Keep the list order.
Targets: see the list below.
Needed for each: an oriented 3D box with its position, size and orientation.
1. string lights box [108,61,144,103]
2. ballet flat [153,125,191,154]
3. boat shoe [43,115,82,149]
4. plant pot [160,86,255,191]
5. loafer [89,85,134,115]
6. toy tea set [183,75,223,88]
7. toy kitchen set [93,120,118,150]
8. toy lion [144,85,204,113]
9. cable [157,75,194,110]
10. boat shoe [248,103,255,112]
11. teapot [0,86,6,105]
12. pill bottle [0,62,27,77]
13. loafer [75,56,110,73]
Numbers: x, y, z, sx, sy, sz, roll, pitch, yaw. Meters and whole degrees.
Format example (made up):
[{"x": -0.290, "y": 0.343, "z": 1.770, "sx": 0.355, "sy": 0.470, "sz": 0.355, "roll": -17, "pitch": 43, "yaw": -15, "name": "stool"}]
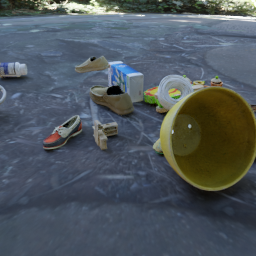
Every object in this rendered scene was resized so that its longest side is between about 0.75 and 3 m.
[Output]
[{"x": -0.158, "y": -2.335, "z": 13.850, "sx": 0.754, "sy": 1.313, "sz": 2.556, "roll": -13, "pitch": 31, "yaw": -23, "name": "string lights box"}, {"x": 1.974, "y": 0.215, "z": 9.634, "sx": 2.473, "sy": 0.874, "sz": 0.874, "roll": -11, "pitch": 30, "yaw": -19, "name": "ballet flat"}, {"x": -2.331, "y": 0.143, "z": 10.018, "sx": 0.659, "sy": 0.579, "sz": 1.851, "roll": 18, "pitch": 35, "yaw": 27, "name": "boat shoe"}, {"x": 2.001, "y": 0.261, "z": 8.133, "sx": 2.711, "sy": 2.711, "sz": 1.925, "roll": -10, "pitch": 4, "yaw": -18, "name": "plant pot"}, {"x": -0.753, "y": -1.508, "z": 12.668, "sx": 1.096, "sy": 0.972, "sz": 2.881, "roll": -23, "pitch": 36, "yaw": -36, "name": "loafer"}, {"x": 3.565, "y": -2.194, "z": 13.942, "sx": 2.650, "sy": 0.981, "sz": 1.576, "roll": -22, "pitch": 35, "yaw": -35, "name": "toy tea set"}, {"x": -0.695, "y": 0.073, "z": 9.856, "sx": 0.933, "sy": 0.844, "sz": 1.034, "roll": -11, "pitch": 30, "yaw": -19, "name": "toy kitchen set"}, {"x": 1.999, "y": -1.566, "z": 12.879, "sx": 2.490, "sy": 0.855, "sz": 2.387, "roll": -11, "pitch": 22, "yaw": 1, "name": "toy lion"}, {"x": 1.937, "y": -1.418, "z": 11.424, "sx": 1.487, "sy": 1.487, "sz": 0.515, "roll": -5, "pitch": -13, "yaw": -5, "name": "cable"}, {"x": 5.268, "y": -0.933, "z": 12.277, "sx": 0.931, "sy": 0.334, "sz": 0.352, "roll": 6, "pitch": 29, "yaw": 11, "name": "boat shoe"}, {"x": -6.842, "y": -1.354, "z": 11.507, "sx": 2.492, "sy": 2.459, "sz": 1.820, "roll": -30, "pitch": 66, "yaw": 18, "name": "teapot"}, {"x": -6.733, "y": -3.400, "z": 16.357, "sx": 1.505, "sy": 0.836, "sz": 0.836, "roll": -3, "pitch": 28, "yaw": -6, "name": "pill bottle"}, {"x": -1.359, "y": -2.385, "z": 10.453, "sx": 1.522, "sy": 0.520, "sz": 0.576, "roll": -1, "pitch": 20, "yaw": 29, "name": "loafer"}]
